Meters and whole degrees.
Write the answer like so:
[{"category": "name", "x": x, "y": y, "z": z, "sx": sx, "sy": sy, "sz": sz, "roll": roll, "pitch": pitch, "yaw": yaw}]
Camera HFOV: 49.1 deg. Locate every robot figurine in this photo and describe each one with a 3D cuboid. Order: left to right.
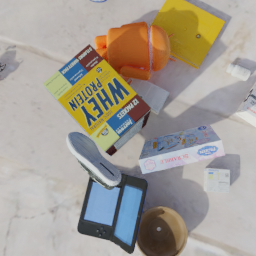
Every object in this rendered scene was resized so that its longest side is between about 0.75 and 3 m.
[{"category": "robot figurine", "x": 0.245, "y": -2.613, "z": 9.479, "sx": 2.710, "sy": 1.949, "sz": 1.580, "roll": -3, "pitch": 120, "yaw": 4}]

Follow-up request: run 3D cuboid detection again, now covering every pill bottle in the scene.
[{"category": "pill bottle", "x": 3.936, "y": -2.015, "z": 10.010, "sx": 0.760, "sy": 0.434, "sz": 0.434, "roll": 23, "pitch": 82, "yaw": 3}]

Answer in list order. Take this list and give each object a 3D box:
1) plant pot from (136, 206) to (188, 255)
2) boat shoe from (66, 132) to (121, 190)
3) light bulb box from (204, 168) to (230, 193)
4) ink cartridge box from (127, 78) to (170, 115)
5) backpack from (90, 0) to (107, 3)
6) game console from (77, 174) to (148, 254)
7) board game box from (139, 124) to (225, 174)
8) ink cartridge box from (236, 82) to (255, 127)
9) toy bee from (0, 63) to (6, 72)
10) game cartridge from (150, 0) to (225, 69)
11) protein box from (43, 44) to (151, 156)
[{"category": "plant pot", "x": 1.023, "y": 3.341, "z": 9.027, "sx": 1.673, "sy": 0.772, "sz": 1.673, "roll": 0, "pitch": 81, "yaw": -1}, {"category": "boat shoe", "x": -1.149, "y": 1.046, "z": 8.440, "sx": 2.181, "sy": 0.773, "sz": 0.786, "roll": 45, "pitch": 44, "yaw": 19}, {"category": "light bulb box", "x": 2.977, "y": 1.758, "z": 9.411, "sx": 0.764, "sy": 0.481, "sz": 0.770, "roll": 4, "pitch": 81, "yaw": 1}, {"category": "ink cartridge box", "x": 0.604, "y": -1.209, "z": 9.920, "sx": 1.526, "sy": 0.384, "sz": 0.831, "roll": 29, "pitch": 83, "yaw": 5}, {"category": "backpack", "x": -1.088, "y": -5.218, "z": 10.230, "sx": 1.251, "sy": 0.964, "sz": 1.191, "roll": 14, "pitch": 79, "yaw": 18}, {"category": "game console", "x": -0.542, "y": 2.520, "z": 8.879, "sx": 1.906, "sy": 1.321, "sz": 2.233, "roll": 13, "pitch": 81, "yaw": 1}, {"category": "board game box", "x": 1.533, "y": 0.556, "z": 8.373, "sx": 2.225, "sy": 2.231, "sz": 0.459, "roll": -15, "pitch": 99, "yaw": 12}, {"category": "ink cartridge box", "x": 4.665, "y": -0.861, "z": 9.734, "sx": 1.081, "sy": 0.630, "sz": 1.493, "roll": 35, "pitch": 83, "yaw": 5}, {"category": "toy bee", "x": -5.280, "y": -1.855, "z": 9.735, "sx": 1.134, "sy": 0.941, "sz": 1.732, "roll": 13, "pitch": 67, "yaw": 47}, {"category": "game cartridge", "x": 2.060, "y": -3.567, "z": 10.310, "sx": 2.327, "sy": 0.378, "sz": 2.052, "roll": 31, "pitch": 83, "yaw": 7}, {"category": "protein box", "x": -0.833, "y": -0.652, "z": 8.710, "sx": 1.736, "sy": 2.574, "sz": 2.555, "roll": -42, "pitch": 84, "yaw": -6}]
